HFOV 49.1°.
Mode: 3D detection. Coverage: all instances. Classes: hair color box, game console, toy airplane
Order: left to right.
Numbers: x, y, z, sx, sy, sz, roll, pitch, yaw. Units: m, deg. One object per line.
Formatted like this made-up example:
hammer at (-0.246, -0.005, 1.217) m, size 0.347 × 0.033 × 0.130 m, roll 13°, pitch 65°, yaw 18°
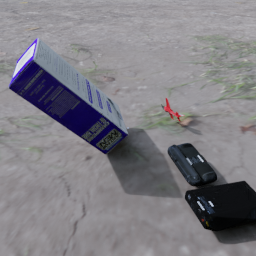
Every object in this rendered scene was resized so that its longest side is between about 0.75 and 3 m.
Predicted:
hair color box at (-1.208, -0.648, 6.136) m, size 0.823 × 2.539 × 1.388 m, roll -43°, pitch 32°, yaw 16°
toy airplane at (1.143, -0.409, 7.255) m, size 0.142 × 0.773 × 0.773 m, roll -41°, pitch 47°, yaw -17°
game console at (1.509, 0.960, 5.330) m, size 1.265 × 0.258 × 2.144 m, roll -4°, pitch 35°, yaw -19°
